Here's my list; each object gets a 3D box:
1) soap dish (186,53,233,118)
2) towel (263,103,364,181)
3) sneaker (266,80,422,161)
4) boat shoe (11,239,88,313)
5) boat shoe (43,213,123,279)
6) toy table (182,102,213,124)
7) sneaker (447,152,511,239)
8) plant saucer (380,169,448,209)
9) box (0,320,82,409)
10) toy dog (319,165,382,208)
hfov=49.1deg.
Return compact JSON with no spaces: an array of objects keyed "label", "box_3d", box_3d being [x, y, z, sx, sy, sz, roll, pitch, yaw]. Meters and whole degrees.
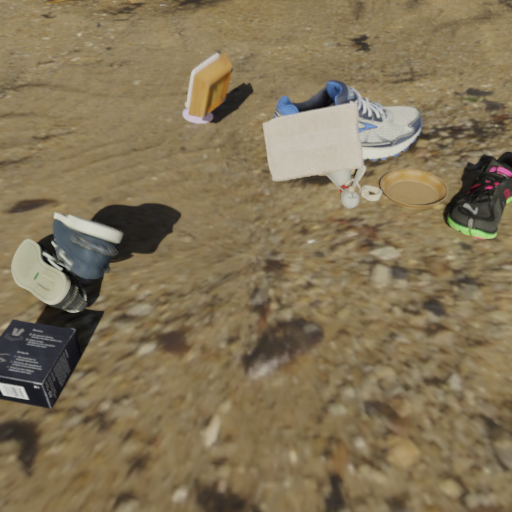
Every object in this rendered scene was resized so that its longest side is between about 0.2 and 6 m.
[{"label":"soap dish","box_3d":[-0.955,-3.473,11.529,0.474,1.168,0.919,39,60,9]},{"label":"towel","box_3d":[1.094,-2.172,10.861,1.901,1.260,0.328,-5,9,20]},{"label":"sneaker","box_3d":[1.962,-2.875,11.744,3.524,1.501,1.358,-11,42,-14]},{"label":"boat shoe","box_3d":[-3.259,0.322,8.734,1.873,0.633,0.672,31,87,40]},{"label":"boat shoe","box_3d":[-2.561,-0.108,8.272,0.975,0.805,2.603,21,-5,-29]},{"label":"toy table","box_3d":[-1.356,-3.402,13.083,0.697,0.641,0.408,12,53,-20]},{"label":"sneaker","box_3d":[4.161,-1.151,10.088,0.939,1.025,2.447,22,45,23]},{"label":"plant saucer","box_3d":[3.031,-1.249,10.821,1.275,0.226,1.275,0,41,0]},{"label":"box","box_3d":[-2.984,1.420,7.444,0.943,0.563,0.959,8,41,9]},{"label":"toy dog","box_3d":[1.715,-1.653,10.889,1.025,0.748,1.553,-20,44,-21]}]
